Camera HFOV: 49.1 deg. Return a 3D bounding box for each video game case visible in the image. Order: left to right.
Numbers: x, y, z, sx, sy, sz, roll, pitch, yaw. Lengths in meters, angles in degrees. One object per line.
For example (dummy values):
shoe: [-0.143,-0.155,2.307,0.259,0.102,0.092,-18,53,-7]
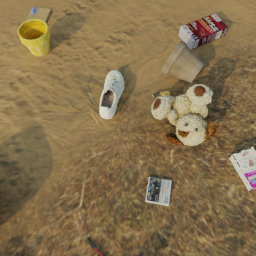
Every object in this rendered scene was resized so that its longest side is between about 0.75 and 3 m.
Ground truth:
video game case: [1.131,2.326,10.327,0.858,0.110,0.944,10,63,5]

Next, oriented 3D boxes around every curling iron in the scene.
curling iron: [-1.116,4.082,9.360,0.228,0.118,0.921,-37,68,-18]

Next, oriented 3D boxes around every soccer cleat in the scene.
soccer cleat: [-0.677,-1.572,11.944,0.888,0.994,2.564,8,61,4]

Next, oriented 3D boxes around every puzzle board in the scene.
puzzle board: [-4.744,-5.862,14.789,1.032,0.119,1.370,8,61,5]

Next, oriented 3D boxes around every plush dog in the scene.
plush dog: [2.385,-0.316,11.109,2.441,1.959,2.097,-16,74,24]

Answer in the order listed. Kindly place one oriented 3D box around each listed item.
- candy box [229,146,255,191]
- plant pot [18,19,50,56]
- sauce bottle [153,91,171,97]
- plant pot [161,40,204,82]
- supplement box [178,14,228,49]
candy box: [4.647,1.525,10.569,0.977,0.437,1.432,-18,63,-9]
plant pot: [-4.290,-4.137,13.166,1.381,1.299,1.381,0,61,-1]
sauce bottle: [1.486,-1.473,12.314,0.798,0.263,0.263,-11,62,-6]
plant pot: [2.492,-2.789,12.357,1.410,1.625,1.625,34,66,5]
supplement box: [3.720,-4.798,13.904,2.097,0.639,1.141,-24,64,-14]
